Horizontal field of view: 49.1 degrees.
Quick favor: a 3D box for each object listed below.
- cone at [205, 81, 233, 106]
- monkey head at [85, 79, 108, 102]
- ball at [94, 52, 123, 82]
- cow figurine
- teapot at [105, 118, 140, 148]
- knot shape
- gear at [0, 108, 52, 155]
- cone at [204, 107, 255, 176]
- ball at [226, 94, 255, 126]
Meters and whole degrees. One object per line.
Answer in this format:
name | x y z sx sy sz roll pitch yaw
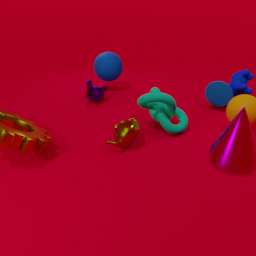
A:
cone | 3.280 -1.380 9.763 0.936 0.936 0.939 14 38 26
monkey head | -1.219 -1.382 10.418 0.683 0.816 1.134 9 33 22
ball | -0.800 -2.496 11.449 1.187 1.187 1.187 0 28 0
cow figurine | 3.745 -1.402 9.979 0.705 1.285 1.264 28 -22 -36
teapot | -0.110 0.144 7.499 0.622 0.790 1.270 32 50 13
knot shape | 1.104 -0.487 8.364 1.601 0.791 1.711 43 5 5
gear | -2.964 0.021 7.051 2.041 0.378 2.041 27 6 -3
cone | 2.685 0.151 6.804 1.437 1.443 1.437 0 27 0
ball | 3.341 -0.484 8.074 0.964 0.964 0.964 0 28 0
